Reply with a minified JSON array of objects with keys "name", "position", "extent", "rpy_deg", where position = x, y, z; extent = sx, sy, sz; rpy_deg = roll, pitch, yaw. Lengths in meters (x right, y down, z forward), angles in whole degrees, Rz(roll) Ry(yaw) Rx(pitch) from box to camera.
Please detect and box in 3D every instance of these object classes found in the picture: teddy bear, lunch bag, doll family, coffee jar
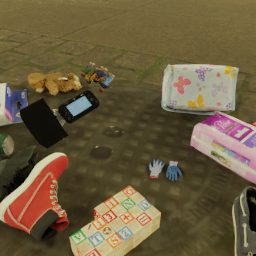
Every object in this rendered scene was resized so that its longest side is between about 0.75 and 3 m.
[{"name":"teddy bear","position":[-3.333,-2.027,12.980],"extent":[2.418,0.807,1.753],"rpy_deg":[-15,45,-32]},{"name":"lunch bag","position":[2.654,-1.491,11.116],"extent":[2.534,1.900,2.988],"rpy_deg":[3,8,2]},{"name":"doll family","position":[-1.395,-2.244,12.555],"extent":[1.672,0.656,0.967],"rpy_deg":[25,68,28]},{"name":"coffee jar","position":[-4.586,0.526,9.338],"extent":[1.373,0.716,0.586],"rpy_deg":[6,46,8]}]

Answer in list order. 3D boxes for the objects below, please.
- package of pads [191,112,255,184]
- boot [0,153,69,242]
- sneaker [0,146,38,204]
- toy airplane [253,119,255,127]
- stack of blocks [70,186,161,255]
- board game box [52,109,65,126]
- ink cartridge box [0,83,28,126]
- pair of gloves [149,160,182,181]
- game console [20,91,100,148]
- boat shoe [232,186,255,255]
[{"name":"package of pads","position":[3.589,0.558,9.038],"extent":[1.637,1.028,2.718],"rpy_deg":[-25,43,-35]},{"name":"boot","position":[-1.977,1.790,7.527],"extent":[1.739,0.873,2.411],"rpy_deg":[18,48,22]},{"name":"sneaker","position":[-3.277,1.342,8.291],"extent":[1.082,0.623,2.074],"rpy_deg":[-11,34,-6]},{"name":"toy airplane","position":[5.316,-0.111,10.673],"extent":[1.028,0.189,1.028],"rpy_deg":[-3,38,2]},{"name":"stack of blocks","position":[-0.353,2.427,6.806],"extent":[2.055,0.602,1.183],"rpy_deg":[-27,44,-31]},{"name":"board game box","position":[-2.587,-0.352,10.273],"extent":[0.783,0.781,0.161],"rpy_deg":[0,47,-53]},{"name":"ink cartridge box","position":[-5.656,-0.966,11.528],"extent":[2.839,0.615,2.788],"rpy_deg":[-13,38,-15]},{"name":"pair of gloves","position":[1.163,1.311,8.781],"extent":[1.053,0.120,0.847],"rpy_deg":[6,38,10]},{"name":"game console","position":[-2.266,-0.559,9.860],"extent":[2.672,0.322,1.576],"rpy_deg":[-35,91,-26]},{"name":"boat shoe","position":[3.008,2.540,6.426],"extent":[1.006,0.868,2.768],"rpy_deg":[4,36,5]}]
